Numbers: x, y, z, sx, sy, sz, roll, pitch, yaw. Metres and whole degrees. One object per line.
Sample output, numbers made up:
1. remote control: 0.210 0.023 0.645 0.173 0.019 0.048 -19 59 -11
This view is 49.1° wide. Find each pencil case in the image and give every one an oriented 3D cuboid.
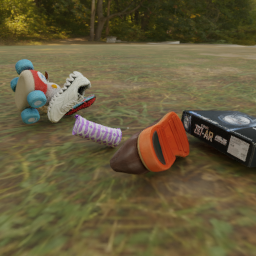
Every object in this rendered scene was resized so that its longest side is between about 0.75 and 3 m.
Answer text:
1. pencil case: -0.661 0.080 6.162 1.108 0.474 0.465 18 -29 -26

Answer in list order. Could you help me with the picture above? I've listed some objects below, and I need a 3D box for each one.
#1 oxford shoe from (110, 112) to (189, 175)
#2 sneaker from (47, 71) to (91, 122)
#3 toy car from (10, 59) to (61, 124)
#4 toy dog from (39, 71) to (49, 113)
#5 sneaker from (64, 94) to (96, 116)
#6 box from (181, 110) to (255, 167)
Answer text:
1. oxford shoe: 0.523 0.281 5.446 0.947 0.929 2.610 -21 -5 26
2. sneaker: -1.638 -0.793 7.752 0.640 1.580 0.594 33 -1 22
3. toy car: -2.325 -1.026 7.919 1.503 1.329 1.385 -7 58 -39
4. toy dog: -2.823 -1.261 9.083 1.798 1.186 0.866 23 -13 45
5. sneaker: -1.533 -0.828 8.534 1.111 0.530 0.440 -25 -16 0
6. box: 2.506 0.131 6.176 1.779 0.483 2.221 -1 19 -24
